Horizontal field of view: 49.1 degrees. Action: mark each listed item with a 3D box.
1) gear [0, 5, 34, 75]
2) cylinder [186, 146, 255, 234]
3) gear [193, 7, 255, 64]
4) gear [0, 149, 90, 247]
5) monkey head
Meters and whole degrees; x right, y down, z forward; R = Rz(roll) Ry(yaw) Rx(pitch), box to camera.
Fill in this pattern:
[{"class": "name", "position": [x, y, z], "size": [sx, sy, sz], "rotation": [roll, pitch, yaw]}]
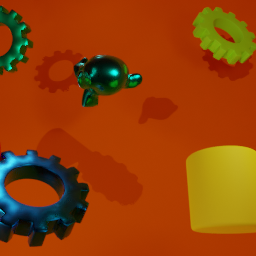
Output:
[{"class": "gear", "position": [-3.293, -2.225, 7.173], "size": [1.679, 0.310, 1.679], "rotation": [0, 91, 8]}, {"class": "cylinder", "position": [1.558, 1.022, 4.472], "size": [1.161, 1.161, 1.161], "rotation": [1, 65, 0]}, {"class": "gear", "position": [2.783, -2.680, 8.053], "size": [1.881, 0.348, 1.881], "rotation": [10, 58, -16]}, {"class": "gear", "position": [-1.733, 1.167, 5.142], "size": [2.028, 0.375, 2.028], "rotation": [20, 26, -10]}, {"class": "monkey head", "position": [-0.499, -0.846, 5.389], "size": [1.560, 1.122, 0.940], "rotation": [-8, 26, -44]}]
